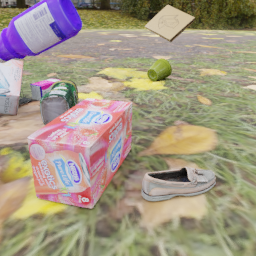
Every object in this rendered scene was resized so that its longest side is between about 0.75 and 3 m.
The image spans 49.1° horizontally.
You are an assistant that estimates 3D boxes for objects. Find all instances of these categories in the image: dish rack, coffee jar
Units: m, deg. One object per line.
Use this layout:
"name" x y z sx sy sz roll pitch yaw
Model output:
"dish rack" -4.268 -1.091 9.553 1.782 0.486 1.367 15 29 29
"coffee jar" -1.934 -0.759 8.121 0.815 0.996 1.910 -2 22 -2

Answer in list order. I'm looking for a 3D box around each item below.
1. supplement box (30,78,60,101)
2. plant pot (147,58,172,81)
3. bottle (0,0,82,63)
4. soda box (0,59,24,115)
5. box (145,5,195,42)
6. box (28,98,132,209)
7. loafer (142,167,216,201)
"supplement box" -2.944 -1.414 10.211 0.555 0.544 1.074 14 27 29
"plant pot" 1.339 -2.537 12.584 0.920 0.920 0.886 19 41 37
"bottle" -1.865 -1.837 5.466 1.940 0.810 0.633 -19 26 23
"soda box" -3.846 -1.401 8.984 0.793 0.737 2.319 7 36 -22
"box" 1.341 -3.413 9.113 1.087 0.141 1.330 -43 53 -3
"box" -0.736 0.319 5.372 1.088 1.179 2.299 7 23 15
"loafer" 0.930 0.903 4.893 1.445 0.454 0.519 -9 25 -19
